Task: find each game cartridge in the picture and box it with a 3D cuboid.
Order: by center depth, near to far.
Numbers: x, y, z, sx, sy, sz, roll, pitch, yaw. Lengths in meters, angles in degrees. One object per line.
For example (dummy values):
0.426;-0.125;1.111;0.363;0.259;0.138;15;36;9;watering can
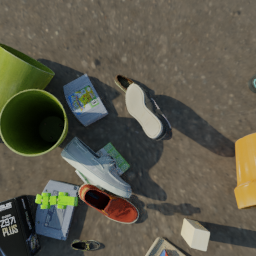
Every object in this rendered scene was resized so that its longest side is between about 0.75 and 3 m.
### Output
-2.569;2.885;10.008;1.279;0.399;1.920;14;84;6;game cartridge
-1.644;-1.008;10.464;1.167;0.354;1.750;-30;84;1;game cartridge

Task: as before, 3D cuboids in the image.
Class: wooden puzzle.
1.418;5.414;9.493;2.515;0.582;2.330;36;79;3;wooden puzzle

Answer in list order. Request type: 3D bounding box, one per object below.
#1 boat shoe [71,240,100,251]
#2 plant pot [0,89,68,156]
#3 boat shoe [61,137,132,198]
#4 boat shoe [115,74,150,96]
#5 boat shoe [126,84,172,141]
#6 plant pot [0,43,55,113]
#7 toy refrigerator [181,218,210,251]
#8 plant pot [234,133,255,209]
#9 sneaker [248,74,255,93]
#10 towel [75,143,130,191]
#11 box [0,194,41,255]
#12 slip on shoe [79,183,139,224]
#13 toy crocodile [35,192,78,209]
-1.502;4.162;9.877;1.004;0.302;0.358;3;83;0;boat shoe
-2.853;-0.047;9.417;2.027;2.166;2.027;0;83;0;plant pot
-0.958;1.300;9.693;2.877;1.004;1.024;33;89;10;boat shoe
0.146;-1.452;10.380;1.552;0.574;0.573;33;85;4;boat shoe
0.655;-0.505;9.376;0.859;0.732;2.568;-48;45;22;boat shoe
-4.032;-1.455;9.843;2.085;2.085;2.228;32;99;3;plant pot
2.228;3.510;9.308;0.553;1.581;0.600;14;83;2;toy refrigerator
4.633;1.369;9.321;2.431;2.431;2.225;-8;68;-1;plant pot
5.756;-2.054;10.237;2.603;1.032;0.981;-29;83;-4;sneaker
-0.917;1.489;10.210;1.664;0.255;1.241;-40;86;-4;towel
-4.562;3.666;9.535;2.523;1.086;2.066;-17;83;-2;box
-0.646;2.689;9.733;2.335;0.715;0.865;32;84;-11;slip on shoe
-1.982;1.998;7.745;1.326;0.410;0.448;-4;76;16;toy crocodile
